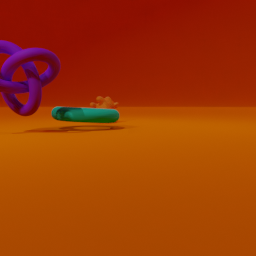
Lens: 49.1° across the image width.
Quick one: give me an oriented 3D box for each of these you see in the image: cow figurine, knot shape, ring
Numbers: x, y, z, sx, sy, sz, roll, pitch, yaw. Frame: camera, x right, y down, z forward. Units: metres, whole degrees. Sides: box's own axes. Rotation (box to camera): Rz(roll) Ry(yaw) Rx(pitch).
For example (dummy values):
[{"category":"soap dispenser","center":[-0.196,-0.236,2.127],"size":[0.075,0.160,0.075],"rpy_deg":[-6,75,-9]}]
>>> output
[{"category":"cow figurine","center":[-0.839,-0.703,10.891],"size":[0.732,1.334,1.313],"rpy_deg":[-39,-39,22]},{"category":"knot shape","center":[-2.444,-1.295,6.656],"size":[1.732,1.850,0.855],"rpy_deg":[-25,27,1]},{"category":"ring","center":[-1.226,-0.390,8.182],"size":[1.968,0.394,1.968],"rpy_deg":[3,4,0]}]
